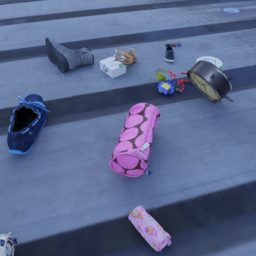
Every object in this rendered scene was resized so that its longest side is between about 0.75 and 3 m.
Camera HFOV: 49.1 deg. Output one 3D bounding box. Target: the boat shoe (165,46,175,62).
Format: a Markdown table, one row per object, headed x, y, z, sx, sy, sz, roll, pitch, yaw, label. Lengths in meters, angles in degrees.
| x | y | z | sx | sy | sz | roll | pitch | yaw | label |
| --- | --- | --- | --- | --- | --- | --- | --- | --- | --- |
| 1.977 | -3.507 | 13.295 | 0.449 | 0.375 | 1.204 | 3 | 42 | 0 | boat shoe |

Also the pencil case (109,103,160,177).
| x | y | z | sx | sy | sz | roll | pitch | yaw | label |
| --- | --- | --- | --- | --- | --- | --- | --- | --- | --- |
| 0.325 | 0.249 | 8.295 | 1.139 | 1.176 | 2.511 | 26 | 42 | -8 | pencil case |

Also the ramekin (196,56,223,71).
| x | y | z | sx | sy | sz | roll | pitch | yaw | label |
| --- | --- | --- | --- | --- | --- | --- | --- | --- | --- |
| 3.431 | -2.555 | 11.990 | 1.255 | 0.613 | 1.255 | 0 | 41 | 0 | ramekin |

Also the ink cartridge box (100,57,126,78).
| x | y | z | sx | sy | sz | roll | pitch | yaw | label |
| --- | --- | --- | --- | --- | --- | --- | --- | --- | --- |
| -0.665 | -2.669 | 12.268 | 0.740 | 0.426 | 1.013 | -26 | 47 | -27 | ink cartridge box |

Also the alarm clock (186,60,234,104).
| x | y | z | sx | sy | sz | roll | pitch | yaw | label |
| --- | --- | --- | --- | --- | --- | --- | --- | --- | --- |
| 2.863 | -1.776 | 10.336 | 0.811 | 1.643 | 2.436 | -46 | 28 | -2 | alarm clock |

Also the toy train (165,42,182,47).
| x | y | z | sx | sy | sz | roll | pitch | yaw | label |
| --- | --- | --- | --- | --- | --- | --- | --- | --- | --- |
| 2.353 | -4.263 | 14.343 | 0.885 | 0.151 | 0.203 | -8 | 45 | -9 | toy train |

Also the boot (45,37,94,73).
| x | y | z | sx | sy | sz | roll | pitch | yaw | label |
| --- | --- | --- | --- | --- | --- | --- | --- | --- | --- |
| -2.720 | -3.469 | 13.016 | 1.672 | 0.886 | 2.539 | -21 | 56 | -27 | boot |

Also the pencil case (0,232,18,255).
| x | y | z | sx | sy | sz | roll | pitch | yaw | label |
| --- | --- | --- | --- | --- | --- | --- | --- | --- | --- |
| -3.239 | 2.618 | 5.922 | 1.608 | 0.626 | 0.719 | -2 | 74 | -2 | pencil case |

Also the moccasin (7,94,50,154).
| x | y | z | sx | sy | sz | roll | pitch | yaw | label |
| --- | --- | --- | --- | --- | --- | --- | --- | --- | --- |
| -3.178 | -0.372 | 9.119 | 1.124 | 0.952 | 2.793 | 2 | 40 | -11 | moccasin |

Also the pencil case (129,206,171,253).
| x | y | z | sx | sy | sz | roll | pitch | yaw | label |
| --- | --- | --- | --- | --- | --- | --- | --- | --- | --- |
| 0.496 | 2.311 | 6.470 | 0.475 | 0.475 | 1.087 | -28 | 48 | -29 | pencil case |

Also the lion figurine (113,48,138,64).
| x | y | z | sx | sy | sz | roll | pitch | yaw | label |
| --- | --- | --- | --- | --- | --- | --- | --- | --- | --- |
| -0.070 | -3.085 | 12.356 | 1.127 | 0.667 | 1.839 | 17 | 29 | -10 | lion figurine |

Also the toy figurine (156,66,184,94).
| x | y | z | sx | sy | sz | roll | pitch | yaw | label |
| --- | --- | --- | --- | --- | --- | --- | --- | --- | --- |
| 1.436 | -1.737 | 10.987 | 1.357 | 0.716 | 0.813 | 37 | 62 | 23 | toy figurine |

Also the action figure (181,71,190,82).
| x | y | z | sx | sy | sz | roll | pitch | yaw | label |
| --- | --- | --- | --- | --- | --- | --- | --- | --- | --- |
| 3.024 | -1.961 | 11.273 | 1.690 | 0.552 | 0.837 | 4 | 18 | 4 | action figure |
